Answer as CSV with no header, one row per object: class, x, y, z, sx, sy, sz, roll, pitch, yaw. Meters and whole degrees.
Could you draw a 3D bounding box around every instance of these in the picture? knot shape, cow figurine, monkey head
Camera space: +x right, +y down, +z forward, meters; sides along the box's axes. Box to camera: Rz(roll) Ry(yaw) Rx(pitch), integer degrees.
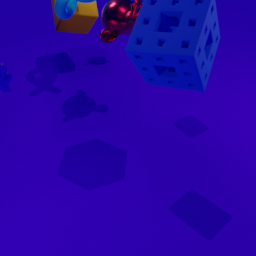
knot shape,-1.451,-3.784,7.544,0.874,1.770,1.891,16,19,-43
cow figurine,-2.942,-1.003,6.097,0.598,1.073,1.090,23,48,-6
monkey head,-0.054,-2.596,6.978,1.071,1.278,1.777,-7,44,25

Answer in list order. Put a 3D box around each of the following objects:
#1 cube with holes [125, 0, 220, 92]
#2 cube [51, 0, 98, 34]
cube with holes,0.811,-1.427,4.728,1.111,1.111,1.111,13,76,27
cube,-1.806,-4.011,9.393,1.176,1.176,1.176,-5,81,-27
